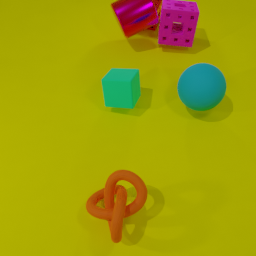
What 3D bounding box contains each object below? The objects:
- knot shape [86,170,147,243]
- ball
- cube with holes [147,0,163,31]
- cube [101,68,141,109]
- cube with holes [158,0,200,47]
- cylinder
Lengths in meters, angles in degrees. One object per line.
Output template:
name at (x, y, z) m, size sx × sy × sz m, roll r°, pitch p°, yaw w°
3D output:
knot shape at (-0.256, 1.689, 5.884) m, size 1.457 × 0.673 × 1.364 m, roll -31°, pitch 46°, yaw 33°
ball at (1.994, -1.104, 7.610) m, size 1.287 × 1.287 × 1.287 m, roll 0°, pitch 54°, yaw 0°
cube with holes at (0.767, -4.284, 10.441) m, size 0.812 × 0.812 × 0.812 m, roll 16°, pitch 59°, yaw 12°
cube at (-0.168, -1.135, 7.938) m, size 0.851 × 0.851 × 0.851 m, roll 6°, pitch 34°, yaw 17°
cube with holes at (1.679, -3.577, 9.524) m, size 1.149 × 1.149 × 1.149 m, roll 7°, pitch 40°, yaw 2°
cylinder at (0.212, -3.790, 9.278) m, size 1.219 × 1.219 × 1.219 m, roll -26°, pitch 56°, yaw 4°
